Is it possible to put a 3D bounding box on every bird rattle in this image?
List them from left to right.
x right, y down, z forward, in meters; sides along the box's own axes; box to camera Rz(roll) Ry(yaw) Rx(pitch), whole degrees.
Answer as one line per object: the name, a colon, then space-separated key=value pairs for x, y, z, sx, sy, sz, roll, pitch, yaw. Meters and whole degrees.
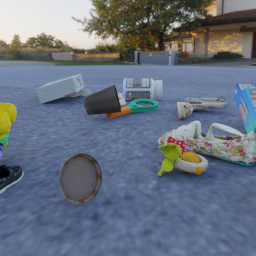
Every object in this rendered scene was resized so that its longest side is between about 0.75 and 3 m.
bird rattle: x=1.318 y=0.779 z=6.786 sx=1.219 sy=0.842 sz=1.495 roll=20 pitch=9 yaw=22

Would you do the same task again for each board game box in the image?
board game box: x=-3.705 y=-2.280 z=15.766 sx=2.067 sy=0.901 sz=2.802 roll=-15 pitch=16 yaw=4
board game box: x=4.955 y=-0.567 z=9.485 sx=2.105 sy=0.623 sz=2.768 roll=3 pitch=37 yaw=7

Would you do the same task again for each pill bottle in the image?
pill bottle: x=0.832 y=-2.158 z=15.659 sx=2.139 sy=1.217 sz=1.217 roll=1 pitch=16 yaw=3

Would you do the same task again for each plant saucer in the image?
plant saucer: x=-0.908 y=0.956 z=5.336 sx=0.963 sy=0.963 sz=0.154 roll=-15 pitch=5 yaw=-42

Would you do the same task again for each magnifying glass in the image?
magnifying glass: x=0.222 y=-0.911 z=12.701 sx=1.193 sy=0.336 sz=2.996 roll=23 pitch=31 yaw=39

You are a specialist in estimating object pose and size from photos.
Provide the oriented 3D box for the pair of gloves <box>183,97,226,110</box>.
pair of gloves: x=3.659 y=-1.146 z=13.599 sx=2.046 sy=0.422 sz=2.406 roll=2 pitch=13 yaw=21

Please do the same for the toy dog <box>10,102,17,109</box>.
toy dog: x=-5.637 y=-0.963 z=12.789 sx=1.008 sy=0.486 sz=0.665 roll=-7 pitch=17 yaw=-23

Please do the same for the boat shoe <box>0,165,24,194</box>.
boat shoe: x=-2.664 y=1.007 z=6.000 sx=0.474 sy=0.421 sz=1.269 roll=4 pitch=16 yaw=14

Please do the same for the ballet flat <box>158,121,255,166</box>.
ballet flat: x=2.155 y=0.275 z=7.710 sx=2.834 sy=0.906 sz=1.072 roll=10 pitch=17 yaw=33

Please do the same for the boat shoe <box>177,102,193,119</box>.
boat shoe: x=2.425 y=-0.803 z=11.881 sx=0.637 sy=0.679 sz=1.842 roll=-2 pitch=14 yaw=16

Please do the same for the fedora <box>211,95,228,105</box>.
fedora: x=4.779 y=-1.511 z=14.780 sx=1.002 sy=0.452 sz=0.886 roll=6 pitch=17 yaw=22

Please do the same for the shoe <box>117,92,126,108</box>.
shoe: x=-0.713 y=-1.459 z=14.029 sx=0.871 sy=0.665 sz=2.492 roll=-12 pitch=18 yaw=-14

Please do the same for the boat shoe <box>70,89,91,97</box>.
boat shoe: x=-2.832 y=-2.097 z=16.820 sx=1.268 sy=0.475 sz=0.392 roll=-17 pitch=14 yaw=-8

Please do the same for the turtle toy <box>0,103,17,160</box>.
turtle toy: x=-3.734 y=0.336 z=6.448 sx=2.105 sy=1.460 sz=2.889 roll=-4 pitch=17 yaw=-14

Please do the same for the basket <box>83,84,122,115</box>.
basket: x=-1.057 y=-1.041 z=11.452 sx=1.363 sy=1.229 sz=0.927 roll=-15 pitch=-24 yaw=3
